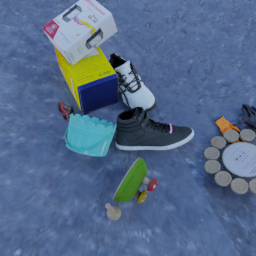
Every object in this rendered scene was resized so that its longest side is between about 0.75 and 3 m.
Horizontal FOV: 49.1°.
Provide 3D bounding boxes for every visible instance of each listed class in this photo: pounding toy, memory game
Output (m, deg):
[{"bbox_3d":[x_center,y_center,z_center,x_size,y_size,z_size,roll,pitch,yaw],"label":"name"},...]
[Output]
[{"bbox_3d":[0.182,1.649,7.175,0.781,1.299,1.682,31,65,11],"label":"pounding toy"},{"bbox_3d":[3.265,0.886,7.884,2.217,0.141,2.217,-7,48,8],"label":"memory game"}]

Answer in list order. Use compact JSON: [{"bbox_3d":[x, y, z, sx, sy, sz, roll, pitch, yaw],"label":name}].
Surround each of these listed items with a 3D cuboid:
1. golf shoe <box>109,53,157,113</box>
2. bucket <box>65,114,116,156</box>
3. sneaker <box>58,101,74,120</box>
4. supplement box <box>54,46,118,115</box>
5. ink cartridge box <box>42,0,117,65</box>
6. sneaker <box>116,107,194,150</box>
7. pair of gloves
[{"bbox_3d":[0.018,-1.443,8.961,0.927,1.127,2.385,-36,61,-7],"label":"golf shoe"},{"bbox_3d":[-1.076,0.190,7.879,1.393,1.393,0.906,15,97,9],"label":"bucket"},{"bbox_3d":[-2.000,-0.592,9.078,0.393,0.285,0.805,-17,50,-27],"label":"sneaker"},{"bbox_3d":[-1.381,-1.845,9.212,1.286,1.294,2.362,-22,62,-16],"label":"supplement box"},{"bbox_3d":[-1.443,-2.984,8.472,1.788,0.766,1.320,-41,65,-6],"label":"ink cartridge box"},{"bbox_3d":[0.703,-0.038,7.950,2.309,1.145,0.816,-5,33,7],"label":"sneaker"},{"bbox_3d":[3.615,-0.048,8.709,1.481,0.183,1.320,-28,65,-8],"label":"pair of gloves"}]
